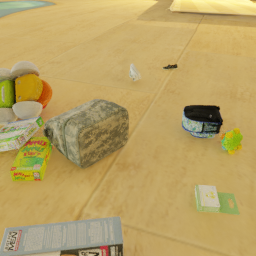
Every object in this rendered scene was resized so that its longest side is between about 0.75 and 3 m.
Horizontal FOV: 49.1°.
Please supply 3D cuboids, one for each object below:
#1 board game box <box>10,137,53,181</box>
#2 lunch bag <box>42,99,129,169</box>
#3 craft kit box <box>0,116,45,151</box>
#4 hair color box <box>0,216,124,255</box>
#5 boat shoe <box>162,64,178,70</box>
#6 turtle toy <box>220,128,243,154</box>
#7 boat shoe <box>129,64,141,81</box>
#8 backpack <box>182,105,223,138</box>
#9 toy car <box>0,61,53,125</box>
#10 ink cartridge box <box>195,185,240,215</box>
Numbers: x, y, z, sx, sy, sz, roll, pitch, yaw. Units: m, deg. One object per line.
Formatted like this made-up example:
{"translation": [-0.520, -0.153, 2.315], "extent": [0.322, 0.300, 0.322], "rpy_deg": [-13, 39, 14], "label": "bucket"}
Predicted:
{"translation": [-3.170, 0.983, 9.384], "extent": [0.933, 0.437, 1.837], "rpy_deg": [-1, 33, -2], "label": "board game box"}
{"translation": [-1.413, -0.016, 9.752], "extent": [2.064, 1.714, 2.460], "rpy_deg": [27, 41, 34], "label": "lunch bag"}
{"translation": [-4.158, 0.236, 10.147], "extent": [1.681, 0.408, 1.660], "rpy_deg": [-9, 26, 24], "label": "craft kit box"}
{"translation": [-1.331, 2.680, 6.031], "extent": [2.431, 1.203, 0.737], "rpy_deg": [-4, 33, -6], "label": "hair color box"}
{"translation": [2.526, -3.683, 16.768], "extent": [0.947, 0.314, 0.354], "rpy_deg": [-3, 33, -4], "label": "boat shoe"}
{"translation": [3.740, 0.403, 10.082], "extent": [1.142, 0.832, 0.577], "rpy_deg": [-22, 17, -32], "label": "turtle toy"}
{"translation": [0.324, -2.804, 14.611], "extent": [0.518, 1.552, 0.571], "rpy_deg": [-36, 69, 5], "label": "boat shoe"}
{"translation": [2.779, -0.242, 10.739], "extent": [1.404, 1.032, 1.285], "rpy_deg": [6, 35, 5], "label": "backpack"}
{"translation": [-4.387, -1.314, 11.652], "extent": [2.641, 2.311, 1.980], "rpy_deg": [-12, -13, 18], "label": "toy car"}
{"translation": [2.518, 2.023, 7.947], "extent": [1.151, 0.276, 0.838], "rpy_deg": [2, 32, 6], "label": "ink cartridge box"}
